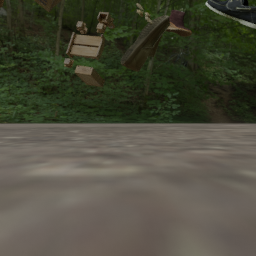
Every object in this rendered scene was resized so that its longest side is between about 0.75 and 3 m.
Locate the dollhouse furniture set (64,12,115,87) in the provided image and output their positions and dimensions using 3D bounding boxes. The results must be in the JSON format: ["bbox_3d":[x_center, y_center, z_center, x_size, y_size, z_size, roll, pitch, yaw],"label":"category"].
[{"bbox_3d":[-1.284,-2.771,9.853,1.201,2.317,1.026,11,-11,19],"label":"dollhouse furniture set"}]

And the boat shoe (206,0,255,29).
[{"bbox_3d":[3.563,-3.895,9.091,2.170,0.734,0.779,36,41,28],"label":"boat shoe"}]

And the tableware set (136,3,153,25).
[{"bbox_3d":[0.568,-3.975,9.788,0.836,0.699,0.097,34,-51,-28],"label":"tableware set"}]

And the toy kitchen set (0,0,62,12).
[{"bbox_3d":[-3.098,-3.126,7.038,2.124,1.920,2.354,37,-38,-13],"label":"toy kitchen set"}]

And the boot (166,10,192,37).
[{"bbox_3d":[2.131,-4.261,11.274,1.209,1.005,0.437,20,-13,19],"label":"boot"}]

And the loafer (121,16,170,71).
[{"bbox_3d":[0.756,-3.184,10.684,0.833,2.470,0.939,39,10,-29],"label":"loafer"}]
